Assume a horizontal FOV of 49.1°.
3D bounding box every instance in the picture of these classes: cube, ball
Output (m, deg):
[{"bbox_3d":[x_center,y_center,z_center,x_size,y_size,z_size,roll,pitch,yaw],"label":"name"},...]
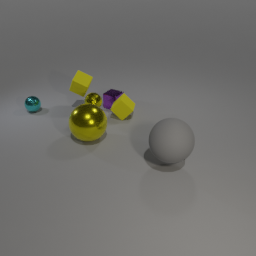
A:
[{"bbox_3d":[-2.023,-1.906,12.059,0.700,0.700,0.700,25,51,-8],"label":"cube"},{"bbox_3d":[-0.661,-1.293,12.779,0.700,0.700,0.700,17,34,26],"label":"cube"},{"bbox_3d":[-0.206,-0.894,11.823,0.700,0.700,0.700,42,28,-15],"label":"cube"},{"bbox_3d":[1.335,0.384,8.599,1.400,1.400,1.400,0,30,0],"label":"ball"},{"bbox_3d":[-4.199,-1.061,12.346,0.700,0.700,0.700,0,30,0],"label":"ball"},{"bbox_3d":[-1.373,-1.058,11.089,0.700,0.700,0.700,0,30,0],"label":"ball"},{"bbox_3d":[-1.453,-0.198,10.199,1.400,1.400,1.400,0,30,0],"label":"ball"}]
